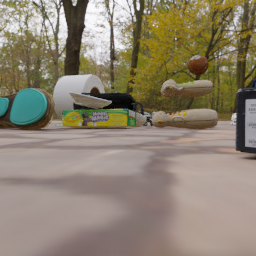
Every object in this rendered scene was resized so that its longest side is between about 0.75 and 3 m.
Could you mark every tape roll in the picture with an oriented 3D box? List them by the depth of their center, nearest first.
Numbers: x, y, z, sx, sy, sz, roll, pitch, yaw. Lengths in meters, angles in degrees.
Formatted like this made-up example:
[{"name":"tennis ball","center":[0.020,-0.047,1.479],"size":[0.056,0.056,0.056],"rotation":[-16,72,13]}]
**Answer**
[{"name":"tape roll","center":[-2.552,-1.526,15.200],"size":[1.791,2.609,2.609],"rotation":[2,2,21]}]

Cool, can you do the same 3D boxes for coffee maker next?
[{"name":"coffee maker","center":[-0.697,-0.705,9.288],"size":[1.753,1.181,1.684],"rotation":[-8,-3,-40]}]

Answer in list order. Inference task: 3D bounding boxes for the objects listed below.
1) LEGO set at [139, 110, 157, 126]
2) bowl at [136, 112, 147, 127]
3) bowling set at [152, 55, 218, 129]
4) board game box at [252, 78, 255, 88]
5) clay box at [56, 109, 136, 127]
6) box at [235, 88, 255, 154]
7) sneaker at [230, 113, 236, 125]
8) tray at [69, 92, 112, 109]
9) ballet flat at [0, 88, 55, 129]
[{"name":"LEGO set","center":[0.785,-0.398,10.414],"size":[1.408,0.614,2.168],"rotation":[1,2,0]},{"name":"bowl","center":[0.036,-0.282,8.890],"size":[0.908,0.339,0.909],"rotation":[2,-13,39]},{"name":"bowling set","center":[1.407,-0.920,7.685],"size":[1.527,1.980,2.845],"rotation":[-1,-2,5]},{"name":"board game box","center":[3.250,-0.787,5.465],"size":[0.871,0.222,1.286],"rotation":[-21,34,-35]},{"name":"clay box","center":[-0.831,-0.241,7.320],"size":[1.938,0.461,1.114],"rotation":[1,-1,13]},{"name":"box","center":[1.692,-0.032,1.450],"size":[1.400,0.426,1.737],"rotation":[-4,4,-43]},{"name":"sneaker","center":[4.365,-0.358,11.142],"size":[0.473,0.514,1.284],"rotation":[2,3,4]},{"name":"tray","center":[-1.062,-0.690,7.451],"size":[1.034,0.214,1.926],"rotation":[11,1,-11]},{"name":"ballet flat","center":[-2.483,-0.324,6.648],"size":[2.845,0.965,1.029],"rotation":[-4,-19,33]}]
